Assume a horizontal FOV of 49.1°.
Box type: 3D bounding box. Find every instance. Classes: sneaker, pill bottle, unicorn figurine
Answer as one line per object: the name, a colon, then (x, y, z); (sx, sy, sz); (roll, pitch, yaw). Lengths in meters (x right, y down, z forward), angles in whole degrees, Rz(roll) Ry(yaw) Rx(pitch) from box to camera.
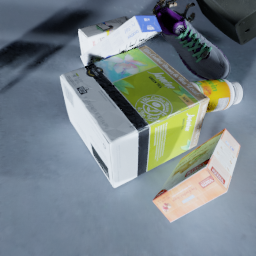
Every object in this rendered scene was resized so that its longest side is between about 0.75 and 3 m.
sneaker: (1.765, -2.418, 8.168); (2.819, 1.234, 1.049); (47, 107, 16)
pill bottle: (2.228, -0.856, 7.404); (1.520, 0.844, 0.844); (-9, 49, -22)
unicorn figurine: (1.858, -4.223, 10.528); (2.224, 0.821, 1.528); (26, 64, 37)

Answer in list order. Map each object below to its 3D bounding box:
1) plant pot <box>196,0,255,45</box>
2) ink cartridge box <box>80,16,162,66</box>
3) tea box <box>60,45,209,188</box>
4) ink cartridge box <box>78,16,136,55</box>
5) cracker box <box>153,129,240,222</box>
plant pot: (3.789, -4.304, 9.111); (2.544, 2.550, 2.262); (-32, 71, 21)
ink cartridge box: (-0.211, -2.040, 6.841); (0.901, 1.918, 0.424); (-28, 95, -50)
tea box: (0.077, -0.388, 6.511); (2.372, 1.611, 2.411); (-25, 52, -21)
ink cartridge box: (-0.600, -2.621, 8.743); (1.640, 1.188, 0.689); (-24, 50, -19)
cracker box: (1.344, 0.812, 5.246); (0.532, 1.236, 1.845); (49, 33, 2)
